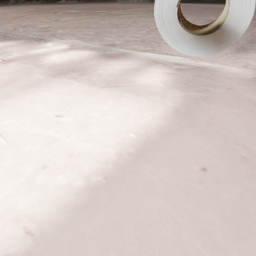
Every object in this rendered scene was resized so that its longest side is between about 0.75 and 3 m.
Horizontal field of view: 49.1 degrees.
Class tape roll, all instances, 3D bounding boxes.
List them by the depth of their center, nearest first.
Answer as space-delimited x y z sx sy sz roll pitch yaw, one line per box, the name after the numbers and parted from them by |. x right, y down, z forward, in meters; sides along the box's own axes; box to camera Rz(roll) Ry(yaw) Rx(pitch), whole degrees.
2.274 -3.739 8.566 2.922 2.922 1.022 6 36 10 | tape roll
